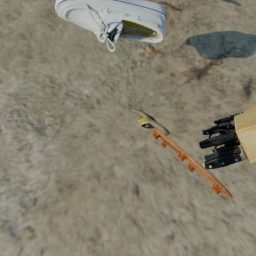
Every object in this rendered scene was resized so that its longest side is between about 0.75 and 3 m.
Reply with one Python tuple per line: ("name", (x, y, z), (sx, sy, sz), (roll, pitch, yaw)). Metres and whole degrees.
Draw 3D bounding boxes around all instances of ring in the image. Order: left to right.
("ring", (1.240, 0.723, 5.812), (2.157, 2.157, 0.207), (43, 90, 17))

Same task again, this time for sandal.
("sandal", (0.378, -0.090, 5.235), (0.967, 0.388, 0.261), (42, 100, 38))

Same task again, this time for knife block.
("knife block", (2.529, 0.157, 5.304), (2.063, 2.350, 0.752), (-34, 104, -17))

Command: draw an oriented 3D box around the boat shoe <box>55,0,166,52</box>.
("boat shoe", (-0.399, -2.508, 6.916), (2.784, 1.029, 1.187), (5, 70, -14))
